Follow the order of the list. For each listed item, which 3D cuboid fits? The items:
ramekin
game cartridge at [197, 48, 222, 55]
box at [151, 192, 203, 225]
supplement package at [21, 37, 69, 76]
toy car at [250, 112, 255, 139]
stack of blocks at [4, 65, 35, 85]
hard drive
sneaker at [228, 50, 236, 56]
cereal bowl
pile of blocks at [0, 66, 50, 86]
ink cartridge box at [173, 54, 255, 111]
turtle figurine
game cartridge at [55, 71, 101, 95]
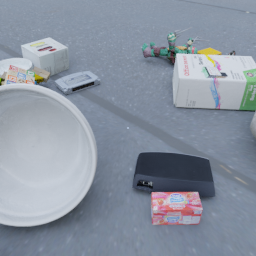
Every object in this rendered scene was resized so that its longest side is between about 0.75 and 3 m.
[{"bbox_3d":[-1.884,0.406,5.477,2.589,2.589,1.359,-3,13,-5],"label":"ramekin"},{"bbox_3d":[3.639,-3.362,12.613,0.864,0.140,0.761,-21,41,-23],"label":"game cartridge"},{"bbox_3d":[0.942,1.599,5.566,0.948,0.487,0.449,-1,36,1],"label":"box"},{"bbox_3d":[-3.230,-2.779,11.025,1.251,0.962,1.309,32,47,28],"label":"supplement package"},{"bbox_3d":[4.409,-0.418,6.576,2.440,2.091,2.788,20,19,23],"label":"toy car"},{"bbox_3d":[-3.186,-1.026,8.448,1.045,0.531,1.814,15,41,-29],"label":"stack of blocks"},{"bbox_3d":[1.038,0.996,6.397,1.782,0.377,1.202,5,30,7],"label":"hard drive"},{"bbox_3d":[4.360,-3.057,11.952,0.380,0.404,0.985,17,40,22],"label":"sneaker"},{"bbox_3d":[-4.240,-2.031,10.382,1.474,0.614,1.474,0,36,0],"label":"cereal bowl"},{"bbox_3d":[-3.862,-1.377,9.515,2.471,0.768,1.014,-13,72,-22],"label":"pile of blocks"},{"bbox_3d":[2.858,-1.570,9.295,2.616,1.098,1.894,3,38,4],"label":"ink cartridge box"},{"bbox_3d":[1.951,-3.281,11.510,2.485,1.251,1.860,4,4,29],"label":"turtle figurine"},{"bbox_3d":[-1.851,-1.683,10.214,1.458,0.303,0.971,-23,38,-28],"label":"game cartridge"}]
